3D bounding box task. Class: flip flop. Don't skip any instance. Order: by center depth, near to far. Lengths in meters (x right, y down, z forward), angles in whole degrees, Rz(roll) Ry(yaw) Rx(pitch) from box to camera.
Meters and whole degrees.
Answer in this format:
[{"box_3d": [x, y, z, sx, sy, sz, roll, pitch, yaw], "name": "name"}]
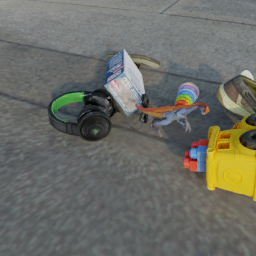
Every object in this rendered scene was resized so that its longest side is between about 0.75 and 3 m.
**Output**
[{"box_3d": [0.076, -2.458, 10.904, 1.126, 0.800, 2.778, -1, 17, -45], "name": "flip flop"}]

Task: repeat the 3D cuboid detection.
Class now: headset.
[{"box_3d": [-0.852, -0.566, 8.066, 2.921, 1.373, 1.804, 9, 39, 3], "name": "headset"}]

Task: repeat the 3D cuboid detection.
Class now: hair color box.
[{"box_3d": [-0.085, -1.588, 9.167, 0.747, 1.234, 2.468, -31, 26, 16], "name": "hair color box"}]

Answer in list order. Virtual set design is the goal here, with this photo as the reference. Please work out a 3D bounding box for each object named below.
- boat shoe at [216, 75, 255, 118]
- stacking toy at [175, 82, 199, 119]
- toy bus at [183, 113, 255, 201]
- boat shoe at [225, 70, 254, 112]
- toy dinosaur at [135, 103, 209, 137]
[{"box_3d": [3.784, -0.614, 7.662, 2.847, 0.936, 1.017, 21, 58, -18], "name": "boat shoe"}, {"box_3d": [1.736, -0.775, 8.678, 0.696, 0.696, 1.630, 13, 38, 16], "name": "stacking toy"}, {"box_3d": [2.407, 0.553, 6.705, 2.027, 1.433, 2.112, 3, 30, 24], "name": "toy bus"}, {"box_3d": [3.552, -1.202, 8.965, 0.630, 0.527, 1.762, 41, 55, -9], "name": "boat shoe"}, {"box_3d": [1.255, -0.384, 7.127, 1.460, 1.608, 0.845, -39, 14, -2], "name": "toy dinosaur"}]
